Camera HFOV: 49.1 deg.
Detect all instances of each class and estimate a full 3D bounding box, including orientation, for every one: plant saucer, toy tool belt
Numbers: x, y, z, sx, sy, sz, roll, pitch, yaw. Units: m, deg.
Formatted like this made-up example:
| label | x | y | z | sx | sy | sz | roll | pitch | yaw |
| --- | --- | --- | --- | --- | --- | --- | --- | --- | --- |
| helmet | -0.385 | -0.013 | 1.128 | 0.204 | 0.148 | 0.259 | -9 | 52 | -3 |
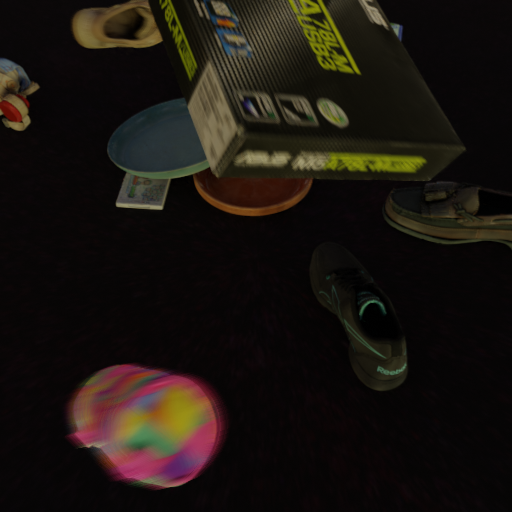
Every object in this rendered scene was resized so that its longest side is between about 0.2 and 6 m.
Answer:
| label | x | y | z | sx | sy | sz | roll | pitch | yaw |
| --- | --- | --- | --- | --- | --- | --- | --- | --- | --- |
| plant saucer | -1.339 | -2.034 | 9.717 | 2.441 | 0.334 | 2.441 | -7 | 43 | 7 |
| toy tool belt | -4.769 | -3.286 | 10.484 | 1.953 | 1.219 | 1.200 | 25 | 62 | 19 |
| plant saucer | -0.047 | -1.391 | 9.429 | 2.015 | 0.325 | 2.015 | -1 | 49 | 1 |

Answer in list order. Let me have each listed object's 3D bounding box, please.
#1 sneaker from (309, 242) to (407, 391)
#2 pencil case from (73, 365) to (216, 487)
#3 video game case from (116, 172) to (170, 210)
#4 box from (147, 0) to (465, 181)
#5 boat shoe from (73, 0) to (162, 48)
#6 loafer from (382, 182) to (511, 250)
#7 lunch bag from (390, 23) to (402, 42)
| label | x | y | z | sx | sy | sz | roll | pitch | yaw |
| --- | --- | --- | --- | --- | --- | --- | --- | --- | --- |
| sneaker | 1.390 | 0.564 | 7.375 | 0.881 | 0.926 | 2.338 | -16 | 50 | -11 |
| pencil case | -0.966 | 1.304 | 4.477 | 0.806 | 1.824 | 0.806 | 5 | 78 | -25 |
| video game case | -1.863 | -1.111 | 9.329 | 0.759 | 0.099 | 0.834 | 4 | 49 | 3 |
| box | 0.360 | -1.718 | 4.736 | 2.303 | 0.567 | 2.385 | -5 | 62 | -32 |
| boat shoe | -1.787 | -3.548 | 8.620 | 0.659 | 0.728 | 2.042 | 16 | 36 | 35 |
| loafer | 3.466 | -0.740 | 8.459 | 2.967 | 0.933 | 1.066 | 11 | 50 | 9 |
| lunch bag | 1.819 | -3.471 | 10.463 | 1.428 | 1.070 | 1.679 | 6 | 93 | -6 |
